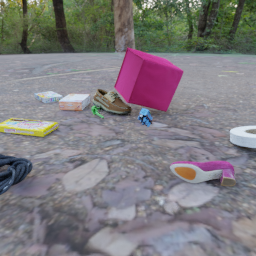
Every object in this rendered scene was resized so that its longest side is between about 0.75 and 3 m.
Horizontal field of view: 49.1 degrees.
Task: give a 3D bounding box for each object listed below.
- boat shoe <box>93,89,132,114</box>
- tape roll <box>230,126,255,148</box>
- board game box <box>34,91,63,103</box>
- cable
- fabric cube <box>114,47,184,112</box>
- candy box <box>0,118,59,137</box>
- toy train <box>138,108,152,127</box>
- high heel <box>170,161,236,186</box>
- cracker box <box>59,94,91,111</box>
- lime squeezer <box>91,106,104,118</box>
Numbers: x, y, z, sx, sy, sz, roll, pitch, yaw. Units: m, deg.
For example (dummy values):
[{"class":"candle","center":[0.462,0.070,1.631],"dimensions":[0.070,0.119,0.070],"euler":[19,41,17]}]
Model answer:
[{"class":"boat shoe","center":[-0.848,-1.332,13.651],"dimensions":[2.458,0.908,0.930],"euler":[23,24,38]},{"class":"tape roll","center":[4.591,0.283,9.628],"dimensions":[2.054,0.375,2.054],"euler":[-3,11,1]},{"class":"board game box","center":[-4.583,-1.789,16.116],"dimensions":[1.059,0.270,1.575],"euler":[-15,24,-36]},{"class":"cable","center":[-3.508,1.212,7.066],"dimensions":[2.597,0.660,2.119],"euler":[4,11,37]},{"class":"fabric cube","center":[0.873,-2.243,12.962],"dimensions":[2.105,2.071,2.111],"euler":[9,25,-26]},{"class":"candy box","center":[-4.018,-0.048,11.164],"dimensions":[2.184,0.288,1.116],"euler":[5,23,15]},{"class":"toy train","center":[0.627,-0.339,9.612],"dimensions":[0.331,0.436,0.763],"euler":[24,-13,33]},{"class":"high heel","center":[1.987,1.038,7.502],"dimensions":[1.736,0.585,0.833],"euler":[7,30,5]},{"class":"cracker box","center":[-2.725,-1.360,14.555],"dimensions":[1.170,0.504,1.747],"euler":[3,19,7]},{"class":"lime squeezer","center":[-1.464,-0.782,13.394],"dimensions":[0.617,0.330,1.747],"euler":[29,14,-14]}]
